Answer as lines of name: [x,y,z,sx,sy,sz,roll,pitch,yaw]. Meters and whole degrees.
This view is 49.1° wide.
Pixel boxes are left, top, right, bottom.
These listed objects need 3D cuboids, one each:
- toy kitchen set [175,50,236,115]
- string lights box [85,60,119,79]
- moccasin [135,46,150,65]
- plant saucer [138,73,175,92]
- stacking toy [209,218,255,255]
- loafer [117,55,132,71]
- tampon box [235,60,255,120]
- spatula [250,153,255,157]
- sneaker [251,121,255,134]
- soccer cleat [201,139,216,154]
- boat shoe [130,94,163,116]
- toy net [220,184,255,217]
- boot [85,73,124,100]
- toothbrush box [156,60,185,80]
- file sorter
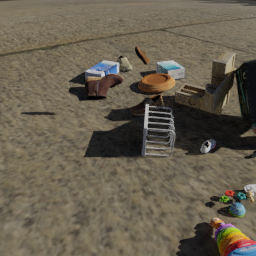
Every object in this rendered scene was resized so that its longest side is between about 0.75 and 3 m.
toy kitchen set: [3.034,-1.815,12.051,2.323,2.575,2.101,21,49,30]
string lights box: [-1.450,-3.238,16.072,1.072,0.615,2.085,14,35,22]
moccasin: [0.591,-2.942,11.255,0.321,0.832,0.304,-47,13,-18]
plant saucer: [1.506,-2.455,14.848,1.973,0.369,1.973,-6,30,4]
stacking toy: [2.441,2.678,6.697,0.960,0.907,1.653,-8,21,-8]
loafer: [-0.273,-4.040,17.355,0.668,0.602,1.764,-15,35,-22]
tampon box: [5.310,-1.492,10.729,1.775,2.107,2.811,-8,3,15]
spatula: [4.924,0.859,10.042,1.395,0.143,0.394,-14,43,-19]
sneaker: [5.958,-0.045,10.407,2.633,0.940,1.052,11,70,5]
soccer cleat: [2.967,0.592,10.215,0.335,0.414,0.959,23,38,32]
boat shoe: [0.845,-1.084,12.639,1.806,0.648,0.684,-24,40,-33]
toy net: [3.319,2.001,8.156,1.428,0.276,0.749,-23,36,-34]
boot: [-1.160,-2.026,14.314,2.079,0.752,1.729,-4,45,-8]
toothbrush box: [2.436,-3.354,16.227,1.108,0.645,1.513,-12,34,-18]
file sorter: [1.104,0.082,10.314,1.077,1.201,1.730,5,33,3]
